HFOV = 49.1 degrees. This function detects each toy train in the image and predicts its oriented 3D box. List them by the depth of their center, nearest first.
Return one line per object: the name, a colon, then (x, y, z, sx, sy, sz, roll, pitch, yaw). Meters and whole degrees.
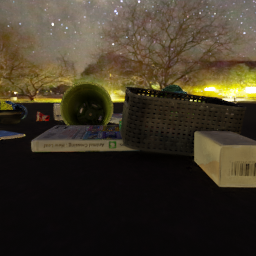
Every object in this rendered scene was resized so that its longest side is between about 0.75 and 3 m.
toy train: (1.311, -0.737, 11.133, 2.475, 1.432, 1.048, 7, 9, 44)

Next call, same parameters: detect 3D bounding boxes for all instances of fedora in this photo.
fedora: (-5.298, -0.494, 12.574, 1.349, 0.616, 1.349, -1, 7, 0)

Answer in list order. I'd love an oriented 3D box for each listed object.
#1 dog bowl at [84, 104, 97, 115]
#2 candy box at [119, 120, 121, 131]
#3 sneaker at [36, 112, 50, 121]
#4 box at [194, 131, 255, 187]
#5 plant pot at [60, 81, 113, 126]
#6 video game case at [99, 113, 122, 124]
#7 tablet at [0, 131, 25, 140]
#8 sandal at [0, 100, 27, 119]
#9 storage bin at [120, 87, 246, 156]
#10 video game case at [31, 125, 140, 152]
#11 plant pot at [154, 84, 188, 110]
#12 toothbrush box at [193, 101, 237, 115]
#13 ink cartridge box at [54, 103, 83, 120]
dog bowl: (-2.339, -1.198, 17.671, 2.868, 0.841, 2.868, 0, 8, 0)
candy box: (0.248, -0.098, 7.605, 0.861, 0.331, 0.728, -2, 8, 11)
sneaker: (-4.326, -0.535, 14.268, 0.637, 0.432, 1.103, 7, 17, -17)
box: (1.625, 0.443, 4.655, 0.742, 0.608, 1.564, 0, 7, 2)
plant pot: (-1.436, -0.617, 10.214, 1.781, 1.781, 1.692, 0, -5, -4)
video game case: (-0.011, -0.512, 14.081, 2.403, 0.303, 2.637, -4, 8, -32)
tablet: (-4.016, 0.224, 8.696, 1.527, 0.104, 0.994, 5, 8, 41)
sandal: (-6.173, -0.909, 14.999, 1.143, 1.043, 2.624, 0, 14, -33)
storage bin: (1.089, -0.166, 6.150, 2.369, 1.110, 1.601, 7, 13, -7)
video game case: (-0.940, 0.229, 7.723, 2.647, 0.321, 2.908, 0, 7, -4)
plant pot: (2.481, -1.214, 14.963, 1.843, 1.843, 1.235, 7, -17, 46)
toothbrush box: (4.994, -1.082, 16.333, 2.114, 0.910, 1.539, 8, 11, 41)
ink cartridge box: (-3.265, -0.914, 15.155, 1.466, 0.828, 1.998, -1, 6, -16)
